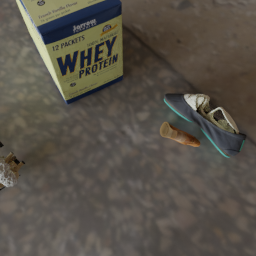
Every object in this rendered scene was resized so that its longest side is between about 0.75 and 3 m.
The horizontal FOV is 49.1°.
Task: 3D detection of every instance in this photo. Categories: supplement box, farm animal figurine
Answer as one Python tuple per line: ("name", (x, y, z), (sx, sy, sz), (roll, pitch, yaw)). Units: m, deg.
("supplement box", (-1.632, -2.798, 7.690), (1.942, 2.889, 2.892), (-27, 67, -12))
("farm animal figurine", (-3.721, 0.664, 6.827), (2.265, 2.290, 1.194), (49, 65, -11))

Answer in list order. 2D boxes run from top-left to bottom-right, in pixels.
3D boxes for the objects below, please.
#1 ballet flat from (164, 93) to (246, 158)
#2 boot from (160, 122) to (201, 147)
("ballet flat", (2.097, -0.350, 7.537), (0.934, 0.934, 2.556), (-37, 66, -16))
("boot", (1.394, 0.213, 7.615), (0.833, 1.076, 0.397), (19, 102, -25))
